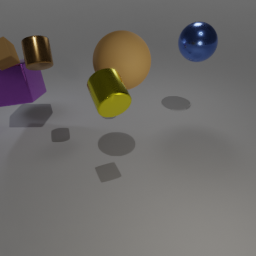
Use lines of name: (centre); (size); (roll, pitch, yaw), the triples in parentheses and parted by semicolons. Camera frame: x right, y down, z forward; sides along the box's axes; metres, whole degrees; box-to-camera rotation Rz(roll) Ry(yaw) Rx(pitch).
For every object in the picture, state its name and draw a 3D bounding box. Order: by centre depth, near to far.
cylinder: (-0.374, -0.685, 5.500); (0.700, 0.700, 0.700); (-13, 58, -21)
ball: (-0.147, -1.612, 6.742); (1.400, 1.400, 1.400); (0, 31, 0)
cylinder: (-2.338, -1.925, 7.245); (0.700, 0.700, 0.700); (-11, -2, 0)
cube: (-4.054, -2.390, 9.048); (0.700, 0.700, 0.700); (-23, -6, 1)
ball: (2.514, -3.093, 10.101); (1.400, 1.400, 1.400); (0, 31, 0)
cube: (-4.075, -1.718, 10.362); (1.400, 1.400, 1.400); (-7, 23, 9)
